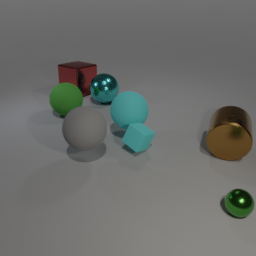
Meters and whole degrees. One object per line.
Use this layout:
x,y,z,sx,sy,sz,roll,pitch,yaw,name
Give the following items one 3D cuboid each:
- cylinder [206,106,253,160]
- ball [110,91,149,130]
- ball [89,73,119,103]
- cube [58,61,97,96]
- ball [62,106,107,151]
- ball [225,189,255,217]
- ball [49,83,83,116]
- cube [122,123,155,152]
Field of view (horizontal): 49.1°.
3.423,0.147,9.439,1.400,1.400,1.400,10,30,17,cylinder
0.049,-0.636,10.220,1.400,1.400,1.400,0,29,0,ball
-1.109,-1.857,13.150,1.400,1.400,1.400,0,29,0,ball
-2.526,-2.522,14.180,1.400,1.400,1.400,19,30,34,cube
-1.350,0.014,8.768,1.400,1.400,1.400,0,29,0,ball
2.801,1.881,7.041,0.700,0.700,0.700,0,29,0,ball
-2.630,-1.223,11.946,1.400,1.400,1.400,0,29,0,ball
0.358,0.306,9.471,0.700,0.700,0.700,37,24,27,cube
